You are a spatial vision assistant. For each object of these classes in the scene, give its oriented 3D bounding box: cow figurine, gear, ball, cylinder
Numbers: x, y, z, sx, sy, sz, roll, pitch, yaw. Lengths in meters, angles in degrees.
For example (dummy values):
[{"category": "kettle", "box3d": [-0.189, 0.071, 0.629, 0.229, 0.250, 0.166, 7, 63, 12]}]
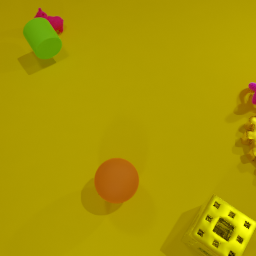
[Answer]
[{"category": "cow figurine", "box3d": [-2.573, -3.532, 9.230, 1.000, 0.984, 0.549, -25, 72, -26]}, {"category": "gear", "box3d": [4.203, 0.382, 7.618, 2.065, 0.382, 2.065, 0, 62, 0]}, {"category": "ball", "box3d": [-0.264, 1.228, 6.578, 1.052, 1.052, 1.052, 0, 62, 0]}, {"category": "cylinder", "box3d": [-2.610, -2.732, 8.575, 0.885, 0.885, 0.885, -30, 71, -15]}]

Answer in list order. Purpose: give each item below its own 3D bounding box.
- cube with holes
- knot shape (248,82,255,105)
[{"category": "cube with holes", "box3d": [1.971, 2.319, 6.209, 1.050, 1.050, 1.050, 33, 67, 16]}, {"category": "knot shape", "box3d": [4.061, -1.185, 7.977, 0.563, 1.140, 1.218, 59, 35, -9]}]
